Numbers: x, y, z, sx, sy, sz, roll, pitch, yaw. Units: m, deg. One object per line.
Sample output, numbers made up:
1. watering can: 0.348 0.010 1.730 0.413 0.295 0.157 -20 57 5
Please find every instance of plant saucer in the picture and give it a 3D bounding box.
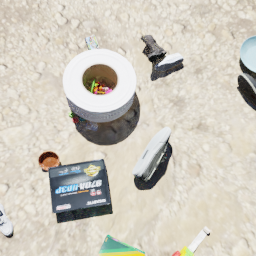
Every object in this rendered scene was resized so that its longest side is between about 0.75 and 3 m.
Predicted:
1. plant saucer: 5.697 -3.094 12.062 1.879 0.362 1.879 0 73 -1
2. plant saucer: -3.016 1.229 10.695 0.799 0.129 0.799 -4 108 -11

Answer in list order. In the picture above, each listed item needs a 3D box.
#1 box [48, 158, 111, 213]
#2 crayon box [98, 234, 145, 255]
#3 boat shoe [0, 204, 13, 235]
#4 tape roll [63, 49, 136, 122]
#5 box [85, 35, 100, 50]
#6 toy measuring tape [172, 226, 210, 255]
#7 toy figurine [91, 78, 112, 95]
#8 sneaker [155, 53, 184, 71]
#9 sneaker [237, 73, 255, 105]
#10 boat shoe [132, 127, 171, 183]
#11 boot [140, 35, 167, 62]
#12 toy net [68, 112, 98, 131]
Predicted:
1. box: -1.796 2.136 10.387 2.119 0.487 1.684 -9 76 -3
2. crayon box: -0.562 5.085 9.389 1.476 0.724 2.486 23 75 7
3. boat shoe: -4.582 3.307 10.100 0.461 0.409 1.253 -34 76 -10
4. tape roll: -1.115 -1.688 11.146 2.871 1.004 2.871 2 69 -4
5. box: -1.548 -3.631 12.331 0.480 0.151 0.873 -20 75 -6
6. toy measuring tape: 2.119 4.314 9.613 0.823 0.823 2.238 43 78 12
7. toy figurine: -1.062 -1.557 11.565 0.889 0.725 0.966 14 48 -10
8. sneaker: 1.710 -2.824 11.979 1.333 0.487 0.472 -21 59 -12
9. sneaker: 5.406 -1.620 11.501 1.029 0.724 1.937 -37 86 -15
10. boat shoe: 1.043 0.998 10.591 0.715 0.794 2.245 37 84 -16
11. boot: 0.937 -3.434 11.899 1.199 0.477 1.378 50 41 7
12. toy net: -1.789 -0.341 11.280 0.711 0.262 1.356 -42 78 -12
